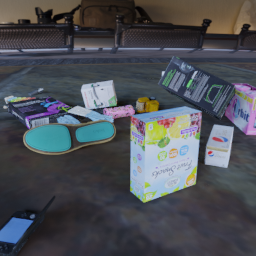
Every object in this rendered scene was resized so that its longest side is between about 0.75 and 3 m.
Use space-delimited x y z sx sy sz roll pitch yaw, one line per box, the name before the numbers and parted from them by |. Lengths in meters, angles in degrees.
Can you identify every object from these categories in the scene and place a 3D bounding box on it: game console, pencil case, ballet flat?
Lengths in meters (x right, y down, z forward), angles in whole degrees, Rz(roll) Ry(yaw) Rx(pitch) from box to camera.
game console | -2.020 1.764 5.267 0.997 0.660 1.134 5 21 12
pencil case | -0.386 -0.668 11.977 1.312 0.543 0.567 -10 50 -27
ballet flat | -1.853 0.327 9.141 2.916 1.001 0.919 -5 -7 -19

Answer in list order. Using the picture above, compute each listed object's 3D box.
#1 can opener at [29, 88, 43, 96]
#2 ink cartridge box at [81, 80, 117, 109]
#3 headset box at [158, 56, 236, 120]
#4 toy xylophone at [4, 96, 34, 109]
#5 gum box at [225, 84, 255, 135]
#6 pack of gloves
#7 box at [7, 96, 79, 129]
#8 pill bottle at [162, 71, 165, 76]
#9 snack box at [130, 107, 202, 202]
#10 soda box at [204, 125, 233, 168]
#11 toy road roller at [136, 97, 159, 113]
can opener | -5.254 -2.043 16.089 0.251 0.317 0.953 13 32 36
ink cartridge box | -1.322 -1.509 12.921 1.464 1.069 0.617 -9 32 6
headset box | 2.595 -1.482 10.663 2.588 1.200 2.253 31 9 19
toy xylophone | -5.319 -1.242 13.706 1.584 0.398 1.160 4 21 12
gum box | 4.704 -0.792 10.997 0.833 1.429 2.519 0 21 -1
pack of gloves | -1.636 -0.224 10.936 1.958 0.386 1.645 17 28 20
box | -3.753 -0.731 12.146 2.058 0.520 2.879 -16 26 -36
pill bottle | 3.104 -3.700 19.761 1.392 0.773 0.773 2 20 4
snack box | 0.887 0.577 6.607 1.632 1.935 0.655 -12 24 -29
soda box | 2.858 0.506 8.707 0.658 0.615 1.932 8 22 21
toy road roller | 0.945 -0.987 12.750 1.027 0.631 0.750 -9 34 -24
